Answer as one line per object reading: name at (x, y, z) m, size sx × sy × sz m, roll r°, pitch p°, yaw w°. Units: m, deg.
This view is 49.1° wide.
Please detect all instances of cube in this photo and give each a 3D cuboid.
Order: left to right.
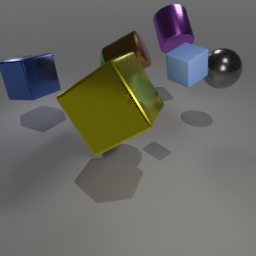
cube at (-3.569, -1.877, 10.266) m, size 1.400 × 1.400 × 1.400 m, roll 5°, pitch 25°, yaw 34°
cube at (-0.281, -0.532, 5.755) m, size 1.400 × 1.400 × 1.400 m, roll -28°, pitch 10°, yaw 25°
cube at (1.405, -1.502, 6.659) m, size 0.700 × 0.700 × 0.700 m, roll -35°, pitch 46°, yaw -24°

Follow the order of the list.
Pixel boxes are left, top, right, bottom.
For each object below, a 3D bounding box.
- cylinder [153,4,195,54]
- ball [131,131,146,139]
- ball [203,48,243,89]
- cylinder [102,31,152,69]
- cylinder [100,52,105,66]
cylinder at (1.835, -3.969, 11.340) m, size 1.400 × 1.400 × 1.400 m, roll -8°, pitch 74°, yaw -13°
ball at (0.001, -0.377, 7.833) m, size 1.400 × 1.400 × 1.400 m, roll 0°, pitch 30°, yaw 0°
ball at (3.282, -2.087, 9.856) m, size 1.400 × 1.400 × 1.400 m, roll 0°, pitch 30°, yaw 0°
cylinder at (-0.039, -2.668, 10.470) m, size 1.400 × 1.400 × 1.400 m, roll -23°, pitch 25°, yaw 19°
cylinder at (-1.016, -3.398, 13.842) m, size 0.700 × 0.700 × 0.700 m, roll -2°, pitch 31°, yaw -2°
